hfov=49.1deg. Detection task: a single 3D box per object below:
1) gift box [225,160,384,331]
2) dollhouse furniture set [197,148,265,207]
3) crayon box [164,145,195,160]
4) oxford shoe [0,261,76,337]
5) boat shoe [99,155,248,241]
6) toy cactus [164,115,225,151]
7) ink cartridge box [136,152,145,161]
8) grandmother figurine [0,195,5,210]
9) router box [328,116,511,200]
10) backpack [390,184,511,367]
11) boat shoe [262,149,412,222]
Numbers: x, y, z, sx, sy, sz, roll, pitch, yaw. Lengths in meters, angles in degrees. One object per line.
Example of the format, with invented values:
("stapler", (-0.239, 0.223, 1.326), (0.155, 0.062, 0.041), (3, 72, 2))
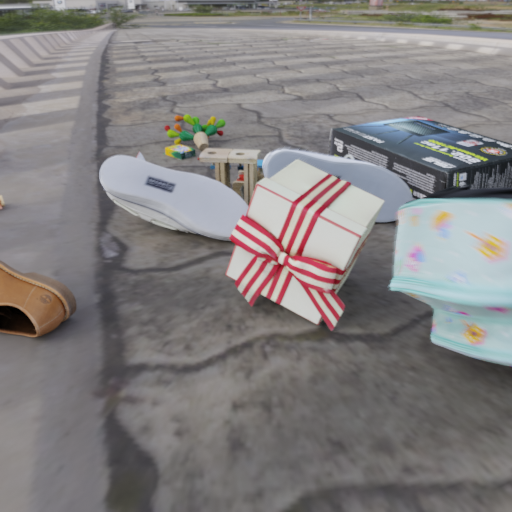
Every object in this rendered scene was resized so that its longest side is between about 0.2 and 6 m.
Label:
("gift box", (0.688, -0.085, 7.843), (1.711, 1.854, 1.731), (24, 30, 15))
("dollhouse furniture set", (-0.429, -1.714, 11.469), (1.141, 1.148, 1.628), (4, 29, 8))
("crayon box", (-1.988, -2.676, 14.373), (0.767, 0.198, 0.482), (22, 35, 37))
("oxford shoe", (-3.651, 0.542, 7.516), (2.327, 0.830, 0.829), (11, 34, 17))
("boat shoe", (-1.446, -0.897, 10.097), (2.829, 0.930, 1.018), (17, 67, 0))
("toy cactus", (-1.585, -3.253, 15.118), (1.632, 0.834, 1.347), (-6, 46, -16))
("ink cartridge box", (-2.207, -1.425, 10.872), (0.261, 1.037, 0.565), (-7, 43, 20))
("grandmother figurine", (-5.491, -0.949, 10.960), (1.030, 0.312, 0.625), (-19, 5, -27))
("router box", (3.651, -1.990, 12.035), (2.689, 1.115, 3.588), (-15, 31, -27))
("backpack", (2.748, 0.201, 6.048), (2.531, 1.940, 2.225), (14, 0, -11))
("boat shoe", (1.491, -1.418, 10.740), (2.912, 1.076, 1.241), (11, 18, -9))
